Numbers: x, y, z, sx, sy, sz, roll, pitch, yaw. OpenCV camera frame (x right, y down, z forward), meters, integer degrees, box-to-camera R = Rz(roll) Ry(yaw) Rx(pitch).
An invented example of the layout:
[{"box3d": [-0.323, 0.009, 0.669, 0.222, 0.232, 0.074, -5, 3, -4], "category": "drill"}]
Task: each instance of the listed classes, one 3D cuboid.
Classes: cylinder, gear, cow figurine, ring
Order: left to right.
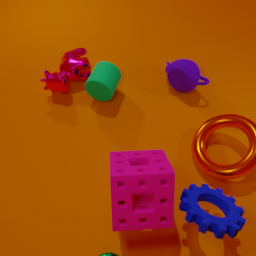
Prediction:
[{"box3d": [-2.030, -1.878, 9.181, 1.630, 0.909, 1.656, -14, 50, -6], "category": "cow figurine"}, {"box3d": [-0.760, -1.446, 8.690, 0.893, 0.893, 0.893, 16, 57, 9], "category": "cylinder"}, {"box3d": [1.849, 1.791, 6.202, 1.404, 0.260, 1.404, 11, 27, -6], "category": "gear"}, {"box3d": [2.677, 0.470, 7.625, 1.918, 0.384, 1.918, -14, 57, 23], "category": "ring"}]

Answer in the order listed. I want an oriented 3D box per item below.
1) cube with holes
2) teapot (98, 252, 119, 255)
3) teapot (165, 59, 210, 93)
[{"box3d": [0.259, 1.326, 6.237, 1.276, 1.276, 1.276, -2, 17, -3], "category": "cube with holes"}, {"box3d": [-0.439, 3.091, 5.977, 0.723, 1.162, 0.569, 0, 25, -18], "category": "teapot"}, {"box3d": [1.787, -1.737, 8.976, 1.763, 1.096, 0.863, 31, 51, 32], "category": "teapot"}]
